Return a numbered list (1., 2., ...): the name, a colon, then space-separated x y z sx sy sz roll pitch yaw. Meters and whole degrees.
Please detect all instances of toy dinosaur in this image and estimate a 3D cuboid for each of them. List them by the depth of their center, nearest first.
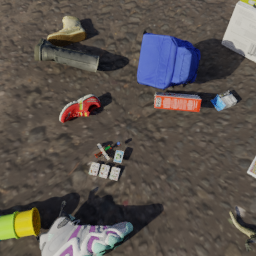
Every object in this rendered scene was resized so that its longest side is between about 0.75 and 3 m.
1. toy dinosaur: 3.864 3.366 8.233 2.112 0.501 0.931 27 47 16

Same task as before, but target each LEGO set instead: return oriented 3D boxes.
1. LEGO set: -0.698 1.092 9.861 1.026 0.337 1.374 11 70 7

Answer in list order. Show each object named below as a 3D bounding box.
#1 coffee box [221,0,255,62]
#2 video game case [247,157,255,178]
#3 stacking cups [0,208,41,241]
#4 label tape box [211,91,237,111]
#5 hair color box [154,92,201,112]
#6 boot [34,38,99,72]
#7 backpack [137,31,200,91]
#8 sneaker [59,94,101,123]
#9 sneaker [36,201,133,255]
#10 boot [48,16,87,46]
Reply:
1. coffee box: 5.840 -4.529 12.239 2.138 2.142 2.118 38 65 21
2. video game case: 4.934 1.367 9.690 1.160 0.151 1.274 32 64 19
3. stacking cups: -4.076 2.995 8.233 2.768 0.837 0.837 -9 58 -6
4. label tape box: 3.820 -1.089 11.176 0.826 0.273 0.591 -19 60 -14
5. hair color box: 1.871 -1.020 10.758 1.690 0.518 0.858 6 17 4
6. boot: -2.536 -3.117 12.014 2.571 0.933 2.338 2 29 -10
7. backpack: 1.676 -2.437 10.738 2.063 1.997 2.458 21 20 22
8. sneaker: -1.802 -0.677 10.706 1.733 0.667 0.736 -34 68 -19
9. sneaker: -1.369 2.899 8.177 2.706 1.052 1.893 -23 61 -15
10. boot: -2.983 -4.607 13.181 1.790 0.652 1.391 -17 59 -12
